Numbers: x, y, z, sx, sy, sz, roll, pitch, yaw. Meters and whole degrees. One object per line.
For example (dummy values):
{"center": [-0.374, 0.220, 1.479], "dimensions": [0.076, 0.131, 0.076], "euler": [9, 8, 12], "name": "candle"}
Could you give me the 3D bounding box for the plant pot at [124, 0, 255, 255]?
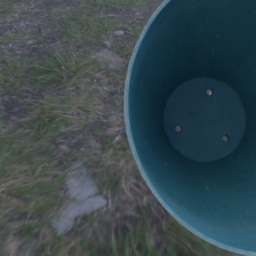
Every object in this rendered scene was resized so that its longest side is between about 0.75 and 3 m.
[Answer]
{"center": [1.229, -0.159, 3.378], "dimensions": [2.690, 1.812, 2.690], "euler": [0, 87, -5], "name": "plant pot"}
